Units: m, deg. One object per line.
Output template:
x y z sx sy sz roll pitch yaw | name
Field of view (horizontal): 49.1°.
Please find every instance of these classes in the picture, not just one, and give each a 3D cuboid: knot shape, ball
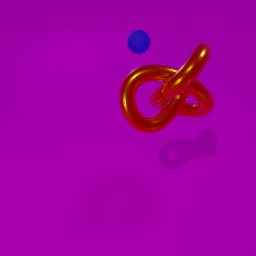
0.865 -0.592 5.063 1.833 1.715 0.847 -36 57 15 | knot shape
0.339 -2.698 8.794 0.735 0.735 0.735 0 45 0 | ball
